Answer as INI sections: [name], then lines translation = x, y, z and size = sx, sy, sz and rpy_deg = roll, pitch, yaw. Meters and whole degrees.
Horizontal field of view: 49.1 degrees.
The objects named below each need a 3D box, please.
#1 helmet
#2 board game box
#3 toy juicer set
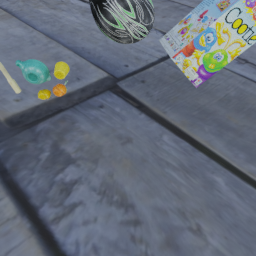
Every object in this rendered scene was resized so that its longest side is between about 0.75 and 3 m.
[helmet]
translation = -0.126, -3.404, 8.209
size = 1.893, 1.893, 1.805
rpy_deg = -25, 72, -25
[board game box]
translation = 2.402, -2.630, 7.737
size = 2.615, 1.347, 1.372
rpy_deg = -38, 35, 19
[toy juicer set]
translation = -2.513, -1.343, 7.651
size = 1.847, 1.175, 0.503
rpy_deg = 6, 46, -2
